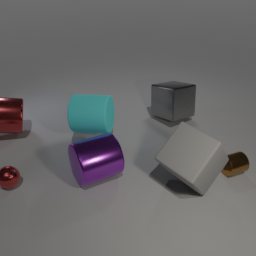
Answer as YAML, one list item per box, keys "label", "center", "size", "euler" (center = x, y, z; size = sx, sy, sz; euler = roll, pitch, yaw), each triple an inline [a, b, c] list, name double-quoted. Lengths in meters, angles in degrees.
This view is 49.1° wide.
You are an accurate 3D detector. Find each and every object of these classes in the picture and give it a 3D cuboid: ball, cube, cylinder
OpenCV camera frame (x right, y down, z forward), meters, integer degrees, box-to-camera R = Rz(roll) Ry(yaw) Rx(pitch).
- label: "ball"
  center: [-3.730, 1.530, 8.727]
  size: [0.700, 0.700, 0.700]
  euler: [0, 31, 0]
- label: "cube"
  center: [1.935, 0.922, 8.393]
  size: [1.400, 1.400, 1.400]
  euler: [33, 83, 37]
- label: "cylinder"
  center: [-1.035, 0.994, 8.989]
  size: [1.400, 1.400, 1.400]
  euler: [-16, 35, -25]
- label: "cylinder"
  center: [3.524, 1.196, 9.328]
  size: [0.700, 0.700, 0.700]
  euler: [-13, 34, -18]
- label: "cylinder"
  center: [-4.862, -0.501, 10.971]
  size: [1.400, 1.400, 1.400]
  euler: [2, 29, -20]
- label: "cylinder"
  center: [-1.322, -0.520, 10.321]
  size: [1.400, 1.400, 1.400]
  euler: [2, 31, 10]
- label: "cube"
  center: [1.980, -1.219, 12.311]
  size: [1.400, 1.400, 1.400]
  euler: [-15, 23, -34]
